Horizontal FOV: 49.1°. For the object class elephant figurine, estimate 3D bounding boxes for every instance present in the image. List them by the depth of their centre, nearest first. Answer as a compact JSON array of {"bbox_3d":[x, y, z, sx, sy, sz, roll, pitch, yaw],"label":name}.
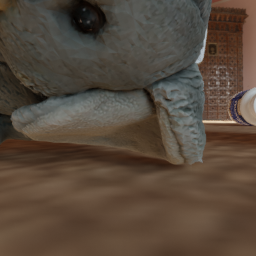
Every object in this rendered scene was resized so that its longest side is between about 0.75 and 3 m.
[{"bbox_3d":[-0.205,-0.503,1.548,2.493,1.764,1.934,2,29,45],"label":"elephant figurine"}]

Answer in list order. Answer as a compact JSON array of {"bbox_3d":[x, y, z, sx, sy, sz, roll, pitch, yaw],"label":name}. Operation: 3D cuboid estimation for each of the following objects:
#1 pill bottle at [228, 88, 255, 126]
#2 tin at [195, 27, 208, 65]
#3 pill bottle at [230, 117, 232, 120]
[{"bbox_3d":[5.070,-0.838,11.159,1.493,1.493,2.691,0,2,4],"label":"pill bottle"},{"bbox_3d":[2.396,-3.256,10.283,1.198,2.139,0.448,21,-15,-40],"label":"tin"},{"bbox_3d":[9.894,-1.066,24.056,1.978,1.110,1.110,0,1,42],"label":"pill bottle"}]
